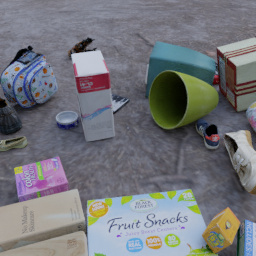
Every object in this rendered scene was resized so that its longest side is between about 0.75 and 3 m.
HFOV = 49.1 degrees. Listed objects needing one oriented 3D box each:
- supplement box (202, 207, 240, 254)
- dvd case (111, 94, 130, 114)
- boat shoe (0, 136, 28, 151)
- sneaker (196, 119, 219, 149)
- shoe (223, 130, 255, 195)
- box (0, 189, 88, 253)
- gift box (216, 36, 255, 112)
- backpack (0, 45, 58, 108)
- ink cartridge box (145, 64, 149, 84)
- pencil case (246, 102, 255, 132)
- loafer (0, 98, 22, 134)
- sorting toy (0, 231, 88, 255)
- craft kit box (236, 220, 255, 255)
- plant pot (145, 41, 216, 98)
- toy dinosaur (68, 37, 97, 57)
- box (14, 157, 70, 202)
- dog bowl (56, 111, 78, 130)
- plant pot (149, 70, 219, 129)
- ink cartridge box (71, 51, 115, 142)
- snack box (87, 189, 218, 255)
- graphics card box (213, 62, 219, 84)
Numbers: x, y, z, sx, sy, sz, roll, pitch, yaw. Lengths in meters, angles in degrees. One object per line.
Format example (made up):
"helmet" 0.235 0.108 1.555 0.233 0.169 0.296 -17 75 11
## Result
"supplement box" 2.023 2.158 6.017 0.459 0.474 1.379 55 21 18
"dvd case" -0.612 -1.041 11.789 0.895 0.147 1.191 20 41 25
"boat shoe" -4.019 0.509 9.480 1.138 0.358 0.415 -5 36 -7
"sneaker" 2.847 0.024 9.888 0.591 0.667 1.578 -5 36 -6
"shoe" 3.375 0.912 8.356 0.774 1.014 2.901 13 27 7
"box" -2.170 2.325 6.532 2.271 0.883 1.078 -11 37 -16
"gift box" 5.236 -2.218 11.589 2.466 2.640 2.436 -15 39 5
"backpack" -4.030 -1.851 11.488 1.679 2.179 2.076 25 55 31
"ink cartridge box" 1.539 -2.408 12.754 1.387 1.016 0.574 -8 47 -12
"pencil case" 4.903 0.021 9.529 1.001 1.093 2.409 -9 35 5
"loafer" -5.062 -0.874 10.777 2.934 1.061 1.068 28 45 34
"sorting toy" -1.689 3.280 5.148 2.140 0.745 2.127 -14 38 -2
"craft kit box" 3.259 3.239 5.287 2.371 0.582 2.401 18 39 12
"plant pot" 2.326 -2.407 12.245 2.724 1.926 1.924 10 37 9
"toy dinosaur" -2.639 -4.707 16.197 1.435 1.080 2.114 1 55 28
"box" -2.406 1.530 7.850 1.301 0.629 1.144 -14 38 -18
"dog bowl" -2.301 -0.299 10.622 0.815 0.321 0.815 0 36 0
"plant pot" 2.282 -1.059 10.526 2.217 2.074 2.074 -5 33 -34
"ink cartridge box" -1.221 -1.114 9.810 1.110 2.593 1.914 -9 37 -11
"snack box" 0.439 2.567 6.201 2.614 0.885 2.205 -3 37 -6
"graphics card box" 4.184 -2.733 13.866 1.067 0.432 1.700 -8 38 -10
